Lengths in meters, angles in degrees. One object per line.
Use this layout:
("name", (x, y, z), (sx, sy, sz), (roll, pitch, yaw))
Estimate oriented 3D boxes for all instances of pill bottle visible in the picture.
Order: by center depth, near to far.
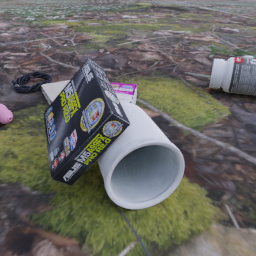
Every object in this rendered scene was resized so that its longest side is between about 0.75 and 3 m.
("pill bottle", (5.190, -2.329, 12.615), (2.767, 1.576, 1.576), (10, 34, 15))

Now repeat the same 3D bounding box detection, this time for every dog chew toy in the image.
("dog chew toy", (-4.990, -0.590, 10.634), (1.402, 0.873, 0.873), (22, 37, 17))

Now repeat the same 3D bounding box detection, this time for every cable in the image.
("cable", (-4.553, -2.240, 13.528), (1.894, 0.481, 1.545), (-21, 38, -30))

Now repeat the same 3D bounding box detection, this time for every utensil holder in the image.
("utensil holder", (0.110, 0.610, 7.619), (2.025, 2.025, 2.383), (-9, 32, -14))

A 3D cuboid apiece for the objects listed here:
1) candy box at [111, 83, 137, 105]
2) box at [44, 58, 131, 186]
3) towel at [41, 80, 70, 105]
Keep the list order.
("candy box", (-0.693, -0.917, 11.108), (1.803, 0.807, 2.645), (5, 33, 8))
("box", (-1.288, -0.281, 7.553), (0.637, 2.304, 2.876), (30, 23, -37))
("towel", (-2.805, -1.506, 12.449), (1.613, 0.420, 2.434), (-14, 34, -23))
